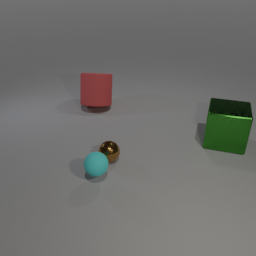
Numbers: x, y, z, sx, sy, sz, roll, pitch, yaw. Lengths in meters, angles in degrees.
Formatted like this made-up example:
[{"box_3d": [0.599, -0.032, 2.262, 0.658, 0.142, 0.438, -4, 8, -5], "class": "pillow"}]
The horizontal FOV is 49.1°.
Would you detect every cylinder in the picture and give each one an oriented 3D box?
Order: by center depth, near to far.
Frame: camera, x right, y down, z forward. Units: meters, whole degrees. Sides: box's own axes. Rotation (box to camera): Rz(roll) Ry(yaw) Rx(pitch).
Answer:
[{"box_3d": [-1.410, -1.724, 12.466, 1.400, 1.400, 1.400, 2, 11, 0], "class": "cylinder"}]

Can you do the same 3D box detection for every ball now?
[{"box_3d": [-0.910, 1.029, 7.999, 0.700, 0.700, 0.700, 0, 29, 0], "class": "ball"}, {"box_3d": [-0.605, 0.757, 9.009, 0.700, 0.700, 0.700, 0, 29, 0], "class": "ball"}]

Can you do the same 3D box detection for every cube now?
[{"box_3d": [3.485, -0.103, 9.865, 1.400, 1.400, 1.400, 9, 30, 16], "class": "cube"}]
